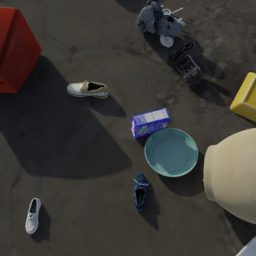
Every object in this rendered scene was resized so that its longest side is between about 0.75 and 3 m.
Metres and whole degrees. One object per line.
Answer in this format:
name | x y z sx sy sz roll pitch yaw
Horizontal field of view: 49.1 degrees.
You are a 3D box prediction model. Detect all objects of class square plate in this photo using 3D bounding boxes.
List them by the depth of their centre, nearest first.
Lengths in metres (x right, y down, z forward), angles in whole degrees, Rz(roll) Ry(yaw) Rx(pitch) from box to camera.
square plate | 3.739 4.630 7.850 2.230 0.320 2.251 -33 66 -17

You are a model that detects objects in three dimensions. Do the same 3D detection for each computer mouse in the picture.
computer mouse | 2.536 -2.545 11.571 1.246 0.474 1.799 -32 72 28

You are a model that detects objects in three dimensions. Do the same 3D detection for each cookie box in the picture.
cookie box | 0.787 -0.157 10.095 1.243 1.063 0.467 -14 66 -8

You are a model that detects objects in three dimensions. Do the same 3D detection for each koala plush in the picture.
koala plush | 1.495 -4.711 12.530 1.991 1.830 1.765 30 73 -7

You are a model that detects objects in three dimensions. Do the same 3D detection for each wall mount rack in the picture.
wall mount rack | 2.006 -5.361 13.328 1.121 0.481 1.291 9 62 1

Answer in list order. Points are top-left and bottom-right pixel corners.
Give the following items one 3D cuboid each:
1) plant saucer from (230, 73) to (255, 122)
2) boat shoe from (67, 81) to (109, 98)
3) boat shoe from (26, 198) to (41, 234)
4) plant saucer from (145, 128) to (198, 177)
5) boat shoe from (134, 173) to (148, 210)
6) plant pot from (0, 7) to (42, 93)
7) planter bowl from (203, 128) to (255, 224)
plant saucer | 5.258 -1.135 10.789 1.940 0.470 1.940 28 76 15
boat shoe | -1.618 -1.607 11.172 1.687 0.577 0.630 4 61 2
boat shoe | -3.004 2.761 8.859 0.388 0.369 1.078 8 61 4
plant saucer | 1.514 0.891 9.923 1.871 0.336 1.871 0 61 1
boat shoe | 0.453 2.045 9.222 0.528 0.431 1.255 -2 61 -1
plant pot | -5.226 -2.818 10.825 2.682 2.684 2.365 4 72 3
planter bowl | 3.447 1.415 8.469 1.954 2.903 2.903 -3 57 30
